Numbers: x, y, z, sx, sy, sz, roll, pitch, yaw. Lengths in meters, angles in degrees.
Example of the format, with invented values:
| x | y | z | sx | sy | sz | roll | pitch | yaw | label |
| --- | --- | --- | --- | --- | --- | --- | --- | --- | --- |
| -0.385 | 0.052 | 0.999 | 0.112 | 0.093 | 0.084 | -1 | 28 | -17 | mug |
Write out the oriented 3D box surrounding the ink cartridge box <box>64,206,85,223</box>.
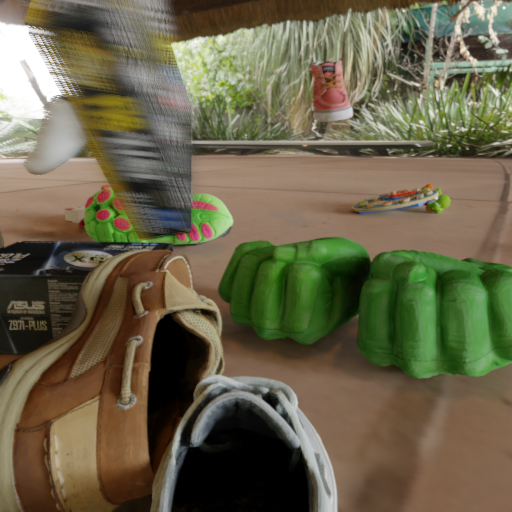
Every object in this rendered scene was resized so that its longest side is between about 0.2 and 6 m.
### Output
| x | y | z | sx | sy | sz | roll | pitch | yaw | label |
| --- | --- | --- | --- | --- | --- | --- | --- | --- | --- |
| -4.344 | -1.064 | 14.213 | 0.577 | 0.336 | 0.797 | 10 | 16 | 38 | ink cartridge box |

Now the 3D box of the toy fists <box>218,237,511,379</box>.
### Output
| x | y | z | sx | sy | sz | roll | pitch | yaw | label |
| --- | --- | --- | --- | --- | --- | --- | --- | --- | --- |
| 1.179 | 0.409 | 5.898 | 3.429 | 1.179 | 1.748 | 10 | 17 | 34 | toy fists |

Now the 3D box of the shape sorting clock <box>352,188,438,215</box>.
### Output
| x | y | z | sx | sy | sz | roll | pitch | yaw | label |
| --- | --- | --- | --- | --- | --- | --- | --- | --- | --- |
| 3.791 | -1.548 | 15.395 | 2.323 | 0.456 | 2.323 | -10 | 7 | 1 | shape sorting clock |

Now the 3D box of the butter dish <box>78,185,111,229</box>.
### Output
| x | y | z | sx | sy | sz | roll | pitch | yaw | label |
| --- | --- | --- | --- | --- | --- | --- | --- | --- | --- |
| -3.458 | -1.160 | 13.127 | 1.357 | 1.006 | 1.361 | -3 | 13 | -11 | butter dish |

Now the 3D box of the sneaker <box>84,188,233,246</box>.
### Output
| x | y | z | sx | sy | sz | roll | pitch | yaw | label |
| --- | --- | --- | --- | --- | --- | --- | --- | --- | --- |
| -1.971 | -0.626 | 11.088 | 3.225 | 1.238 | 1.351 | 7 | -5 | 18 | sneaker |

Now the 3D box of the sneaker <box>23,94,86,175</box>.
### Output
| x | y | z | sx | sy | sz | roll | pitch | yaw | label |
| --- | --- | --- | --- | --- | --- | --- | --- | --- | --- |
| -3.806 | -2.554 | 11.082 | 2.466 | 1.074 | 0.919 | -36 | 22 | 19 | sneaker |

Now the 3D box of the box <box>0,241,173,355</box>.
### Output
| x | y | z | sx | sy | sz | roll | pitch | yaw | label |
| --- | --- | --- | --- | --- | --- | --- | --- | --- | --- |
| -2.104 | 0.421 | 6.414 | 2.060 | 0.887 | 1.687 | 1 | 13 | 4 | box |

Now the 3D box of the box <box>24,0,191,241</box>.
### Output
| x | y | z | sx | sy | sz | roll | pitch | yaw | label |
| --- | --- | --- | --- | --- | --- | --- | --- | --- | --- |
| -1.521 | -2.159 | 6.869 | 0.800 | 3.243 | 2.590 | -10 | 54 | 4 | box |

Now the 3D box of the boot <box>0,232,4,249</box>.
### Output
| x | y | z | sx | sy | sz | roll | pitch | yaw | label |
| --- | --- | --- | --- | --- | --- | --- | --- | --- | --- |
| -3.922 | 0.539 | 6.404 | 0.952 | 1.235 | 2.548 | 32 | 54 | 23 | boot |

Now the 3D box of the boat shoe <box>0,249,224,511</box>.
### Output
| x | y | z | sx | sy | sz | roll | pitch | yaw | label |
| --- | --- | --- | --- | --- | --- | --- | --- | --- | --- |
| -0.784 | 0.769 | 4.171 | 1.150 | 1.178 | 3.115 | -9 | 21 | 10 | boat shoe |

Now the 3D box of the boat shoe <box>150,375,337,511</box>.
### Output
| x | y | z | sx | sy | sz | roll | pitch | yaw | label |
| --- | --- | --- | --- | --- | --- | --- | --- | --- | --- |
| -0.003 | 1.161 | 2.880 | 0.987 | 1.008 | 2.830 | 0 | 13 | 0 | boat shoe |

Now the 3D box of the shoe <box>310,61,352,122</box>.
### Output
| x | y | z | sx | sy | sz | roll | pitch | yaw | label |
| --- | --- | --- | --- | --- | --- | --- | --- | --- | --- |
| 1.688 | -3.913 | 13.128 | 0.870 | 1.107 | 2.434 | -7 | 26 | 3 | shoe |

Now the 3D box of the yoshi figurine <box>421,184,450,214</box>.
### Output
| x | y | z | sx | sy | sz | roll | pitch | yaw | label |
| --- | --- | --- | --- | --- | --- | --- | --- | --- | --- |
| 5.081 | -1.580 | 15.742 | 0.690 | 0.687 | 1.227 | 19 | 27 | -11 | yoshi figurine |
